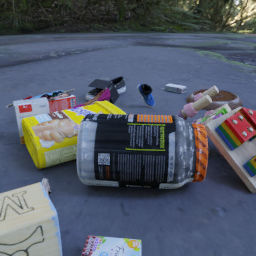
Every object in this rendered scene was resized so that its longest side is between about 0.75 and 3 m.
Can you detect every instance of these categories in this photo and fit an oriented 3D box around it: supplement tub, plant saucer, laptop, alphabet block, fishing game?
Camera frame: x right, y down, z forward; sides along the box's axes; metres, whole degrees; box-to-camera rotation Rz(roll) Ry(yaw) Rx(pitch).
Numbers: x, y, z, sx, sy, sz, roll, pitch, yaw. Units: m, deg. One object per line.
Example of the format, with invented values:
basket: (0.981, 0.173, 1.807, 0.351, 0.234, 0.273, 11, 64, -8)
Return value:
supplement tub: (0.344, 0.566, 6.963, 2.959, 1.812, 1.812, 2, 24, 4)
plant saucer: (4.059, -1.388, 13.177, 2.578, 0.413, 2.578, 0, 23, 0)
laptop: (-1.126, -1.785, 13.453, 0.737, 1.271, 1.191, -22, 20, 23)
alphabet block: (-1.922, 1.819, 4.999, 1.138, 1.111, 1.117, -12, 25, -28)
fishing game: (-3.248, -1.042, 10.515, 1.748, 0.379, 2.441, -15, 7, 25)

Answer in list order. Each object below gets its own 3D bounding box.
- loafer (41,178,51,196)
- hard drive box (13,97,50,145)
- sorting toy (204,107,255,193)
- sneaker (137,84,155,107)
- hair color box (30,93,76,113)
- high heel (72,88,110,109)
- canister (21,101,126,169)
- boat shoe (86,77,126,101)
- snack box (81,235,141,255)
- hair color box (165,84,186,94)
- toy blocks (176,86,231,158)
loafer: (-1.957, 1.577, 6.572, 0.308, 0.352, 0.979, 14, 28, -12)
hard drive box: (-3.148, -0.241, 9.320, 1.074, 1.379, 0.529, -10, 26, -20)
sorting toy: (3.343, 0.333, 7.459, 2.021, 0.708, 2.033, -21, 70, -40)
sneaker: (0.888, -1.430, 12.199, 0.444, 1.156, 0.643, -36, 13, -16)
hair color box: (-3.375, -1.021, 12.035, 2.028, 0.621, 1.029, -17, 28, -35)
high heel: (-1.605, -1.224, 12.181, 1.821, 0.875, 0.614, -17, 29, -34)
canister: (-1.638, 0.123, 8.729, 2.851, 1.234, 2.118, -14, 27, -26)
boat shoe: (-1.104, -1.996, 14.074, 0.923, 0.762, 2.690, 17, 29, 33)
snack box: (-0.315, 2.368, 4.590, 1.004, 0.403, 1.190, 2, 25, 8)
hair color box: (2.515, -2.096, 14.875, 1.019, 0.309, 0.505, 17, 29, 35)
toy blocks: (2.494, -0.001, 9.147, 1.722, 2.046, 1.912, -34, 1, 31)
